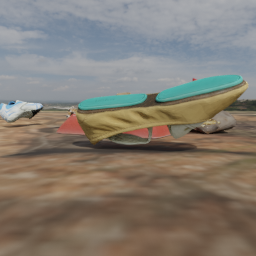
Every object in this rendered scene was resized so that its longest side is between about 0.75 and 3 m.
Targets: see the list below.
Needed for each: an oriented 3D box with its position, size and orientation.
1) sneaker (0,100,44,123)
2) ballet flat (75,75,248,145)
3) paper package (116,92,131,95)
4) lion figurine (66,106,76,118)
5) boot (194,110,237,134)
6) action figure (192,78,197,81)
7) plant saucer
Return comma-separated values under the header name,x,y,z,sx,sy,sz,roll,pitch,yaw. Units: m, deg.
name,x,y,z,sx,sy,sz,roll,pitch,yaw
sneaker,-3.368,-0.626,8.994,0.672,0.678,1.870,-37,-1,17
ballet flat,0.408,-0.182,3.891,2.384,0.751,0.818,-6,21,25
paper package,-0.218,-0.998,13.139,0.691,1.274,1.336,0,3,-4
lion figurine,-2.292,-0.617,13.605,1.711,0.620,1.048,17,3,22
boot,1.621,-0.280,7.685,2.321,0.800,2.490,-1,8,15
action figure,2.305,-0.997,10.715,0.456,1.765,0.577,21,19,-5
plant saucer,0.017,-0.140,7.134,2.613,0.481,2.618,2,4,28
